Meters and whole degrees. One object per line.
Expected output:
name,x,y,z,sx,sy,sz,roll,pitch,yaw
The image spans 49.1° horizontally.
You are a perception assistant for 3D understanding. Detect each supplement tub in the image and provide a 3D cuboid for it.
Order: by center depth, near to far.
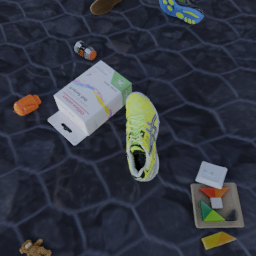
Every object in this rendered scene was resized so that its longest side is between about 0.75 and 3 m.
supplement tub,-1.628,-2.966,10.766,0.794,0.487,0.487,36,66,19

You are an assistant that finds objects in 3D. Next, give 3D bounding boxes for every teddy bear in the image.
teddy bear,-2.428,3.237,7.356,0.822,0.274,0.596,41,66,20

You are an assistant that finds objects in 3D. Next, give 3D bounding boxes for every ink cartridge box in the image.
ink cartridge box,-1.310,-0.873,9.327,1.563,0.898,2.669,39,67,20

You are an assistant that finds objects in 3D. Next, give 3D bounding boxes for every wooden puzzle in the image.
wooden puzzle,2.539,2.188,7.964,1.483,0.257,2.198,-6,60,-4

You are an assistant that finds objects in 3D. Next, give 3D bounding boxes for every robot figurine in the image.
robot figurine,-3.432,-0.773,9.485,0.934,0.545,0.672,-34,68,-18

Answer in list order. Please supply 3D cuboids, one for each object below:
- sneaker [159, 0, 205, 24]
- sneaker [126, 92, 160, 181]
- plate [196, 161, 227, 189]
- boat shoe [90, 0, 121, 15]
sneaker,2.272,-5.191,11.958,2.231,0.791,0.925,36,53,16
sneaker,0.405,0.224,8.075,0.997,1.010,2.644,-10,84,16
plate,2.498,1.370,8.362,0.775,0.125,0.773,16,53,23
boat shoe,-0.938,-5.549,12.254,1.787,0.645,0.643,-40,37,-9
